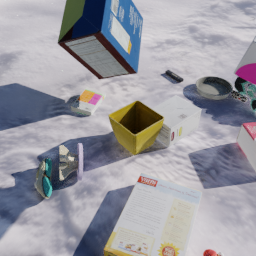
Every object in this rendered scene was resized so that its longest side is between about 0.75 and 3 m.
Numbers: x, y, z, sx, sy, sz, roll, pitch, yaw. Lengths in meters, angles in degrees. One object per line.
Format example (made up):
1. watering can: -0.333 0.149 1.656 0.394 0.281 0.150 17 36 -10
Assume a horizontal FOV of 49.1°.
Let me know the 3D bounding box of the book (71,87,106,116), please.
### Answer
1. book: -1.675 -1.149 12.043 0.956 0.344 1.431 16 44 15

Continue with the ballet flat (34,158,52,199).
1. ballet flat: -2.670 1.621 8.788 0.539 0.539 1.553 -5 40 -6

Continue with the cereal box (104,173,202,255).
1. cereal box: 0.773 2.565 7.583 1.921 0.528 2.670 16 43 17

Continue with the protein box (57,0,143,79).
1. protein box: -0.910 -3.896 11.060 1.916 2.840 2.819 -3 70 27

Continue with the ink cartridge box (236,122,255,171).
1. ink cartridge box: 5.197 0.557 9.587 2.255 0.933 1.652 -6 41 -7

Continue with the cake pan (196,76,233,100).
1. cake pan: 3.919 -1.834 12.826 1.655 0.304 1.655 0 41 0

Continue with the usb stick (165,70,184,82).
1. usb stick: 2.268 -2.557 13.753 0.313 0.184 1.128 -24 47 -26

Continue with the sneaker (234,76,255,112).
1. sneaker: 5.852 -1.425 11.919 1.673 0.929 2.391 -6 54 -25

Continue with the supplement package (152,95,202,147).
1. supplement package: 1.683 -0.295 10.565 1.679 0.931 1.308 -30 48 -28

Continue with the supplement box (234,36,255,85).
1. supplement box: 3.654 -2.027 7.089 1.034 1.056 2.043 33 54 12

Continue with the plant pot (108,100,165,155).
1. plant pot: 0.286 0.067 9.921 1.413 1.246 1.413 -30 49 -29

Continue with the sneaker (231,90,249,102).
1. sneaker: 4.953 -1.402 12.407 0.811 0.327 0.338 40 39 26

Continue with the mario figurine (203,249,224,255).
1. mario figurine: 2.195 3.423 6.827 0.594 0.510 0.963 9 36 -51

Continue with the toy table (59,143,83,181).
1. toy table: -1.834 1.085 8.972 0.714 1.121 1.220 1 53 -15
